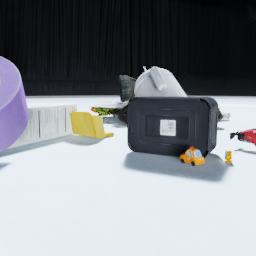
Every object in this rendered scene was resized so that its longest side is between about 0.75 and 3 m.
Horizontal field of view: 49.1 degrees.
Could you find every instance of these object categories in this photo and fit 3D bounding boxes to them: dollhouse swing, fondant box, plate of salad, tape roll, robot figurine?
[{"bbox_3d":[-0.855,-0.112,7.090,0.872,0.793,0.767,6,21,41],"label":"dollhouse swing"},{"bbox_3d":[-2.882,-0.135,6.580,2.082,0.841,2.886,4,8,27],"label":"fondant box"},{"bbox_3d":[-0.176,-0.745,11.412,2.831,0.680,2.831,1,5,0],"label":"plate of salad"},{"bbox_3d":[-2.799,-0.407,4.757,2.017,0.857,2.017,3,46,-3],"label":"tape roll"},{"bbox_3d":[0.877,-0.753,7.336,1.171,1.758,2.073,-19,52,-4],"label":"robot figurine"}]

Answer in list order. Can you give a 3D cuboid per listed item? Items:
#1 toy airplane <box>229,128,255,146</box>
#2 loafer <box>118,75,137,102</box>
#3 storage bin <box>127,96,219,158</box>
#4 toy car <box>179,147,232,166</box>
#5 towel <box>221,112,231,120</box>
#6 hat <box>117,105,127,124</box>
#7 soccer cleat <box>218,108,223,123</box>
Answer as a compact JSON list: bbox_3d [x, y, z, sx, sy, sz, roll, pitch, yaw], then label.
[{"bbox_3d":[3.115,0.262,5.172,2.405,0.442,2.405,3,4,0],"label":"toy airplane"},{"bbox_3d":[0.222,-1.606,11.377,1.073,1.080,2.968,-3,8,6],"label":"loafer"},{"bbox_3d":[0.825,-0.057,5.258,1.555,1.052,0.729,4,9,28],"label":"storage bin"},{"bbox_3d":[1.276,0.428,4.606,0.835,0.278,0.409,-4,9,-21],"label":"toy car"},{"bbox_3d":[2.859,-0.440,10.789,1.833,0.281,1.367,-9,13,-37],"label":"towel"},{"bbox_3d":[0.146,-0.372,9.422,1.010,0.407,1.010,-6,39,5],"label":"hat"},{"bbox_3d":[2.047,-0.213,8.664,1.942,0.628,0.812,-8,-18,-25],"label":"soccer cleat"}]
